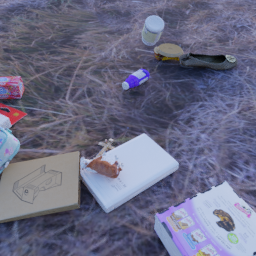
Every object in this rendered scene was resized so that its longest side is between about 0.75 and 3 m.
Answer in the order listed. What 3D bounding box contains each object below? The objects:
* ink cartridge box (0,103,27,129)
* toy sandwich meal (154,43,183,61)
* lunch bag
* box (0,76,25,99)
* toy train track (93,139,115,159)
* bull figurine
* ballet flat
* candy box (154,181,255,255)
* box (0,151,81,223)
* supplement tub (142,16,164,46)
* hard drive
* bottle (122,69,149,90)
[{"bbox_3d":[-5.451,-0.510,11.163,2.067,0.462,1.821,20,46,20],"label":"ink cartridge box"},{"bbox_3d":[2.182,-4.032,15.099,1.601,0.548,1.601,3,41,-3],"label":"toy sandwich meal"},{"bbox_3d":[-4.735,0.641,9.203,2.278,0.878,1.827,24,66,28],"label":"lunch bag"},{"bbox_3d":[-5.482,-1.777,12.365,1.532,0.731,0.764,-1,42,-2],"label":"box"},{"bbox_3d":[-0.876,0.757,9.935,0.707,0.201,1.233,19,46,20],"label":"toy train track"},{"bbox_3d":[-0.807,1.152,8.741,1.373,0.447,0.834,20,46,22],"label":"bull figurine"},{"bbox_3d":[4.133,-3.506,14.335,2.993,0.694,1.008,3,42,3],"label":"ballet flat"},{"bbox_3d":[2.196,2.723,7.234,2.366,0.846,1.984,-19,45,-19],"label":"candy box"},{"bbox_3d":[-2.687,1.736,8.510,2.516,0.268,2.057,-11,42,0],"label":"box"},{"bbox_3d":[1.049,-4.195,12.159,0.822,1.134,0.822,3,71,-8],"label":"supplement tub"},{"bbox_3d":[-0.016,1.334,9.150,2.812,0.375,1.855,-26,47,-25],"label":"hard drive"},{"bbox_3d":[0.341,-2.253,13.087,0.626,0.489,1.499,31,50,28],"label":"bottle"}]
